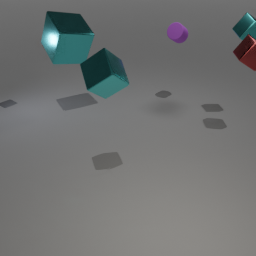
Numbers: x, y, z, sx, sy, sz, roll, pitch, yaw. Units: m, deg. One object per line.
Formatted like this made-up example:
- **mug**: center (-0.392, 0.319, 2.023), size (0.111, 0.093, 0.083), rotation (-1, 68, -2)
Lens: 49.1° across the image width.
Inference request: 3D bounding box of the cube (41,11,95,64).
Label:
- **cube**: center (-2.348, -3.441, 10.781), size (1.400, 1.400, 1.400), rotation (-11, 56, -35)

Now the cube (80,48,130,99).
- **cube**: center (-0.503, -1.168, 6.119), size (0.700, 0.700, 0.700), rotation (-27, -23, 23)

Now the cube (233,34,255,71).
- **cube**: center (3.830, -2.332, 8.666), size (0.700, 0.700, 0.700), rotation (26, 33, -18)

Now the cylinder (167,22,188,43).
- **cylinder**: center (2.055, -3.923, 11.572), size (0.700, 0.700, 0.700), rotation (16, 11, 27)

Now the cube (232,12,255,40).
- **cube**: center (4.191, -3.385, 9.650), size (0.700, 0.700, 0.700), rotation (21, 39, -27)
